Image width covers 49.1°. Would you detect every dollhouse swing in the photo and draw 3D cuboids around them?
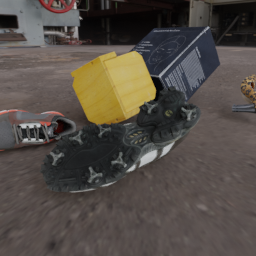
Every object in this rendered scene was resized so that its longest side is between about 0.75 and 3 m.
[{"bbox_3d":[-0.308,-0.998,6.951,1.379,1.517,1.334,-19,10,34],"label":"dollhouse swing"}]

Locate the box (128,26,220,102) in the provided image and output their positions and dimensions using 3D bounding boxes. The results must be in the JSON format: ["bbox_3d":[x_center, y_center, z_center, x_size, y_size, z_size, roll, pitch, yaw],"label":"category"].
[{"bbox_3d":[1.169,-1.954,8.903,2.319,1.462,2.359,-47,38,-17],"label":"box"}]

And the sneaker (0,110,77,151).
[{"bbox_3d":[-1.899,0.008,5.616,0.828,0.779,2.022,8,17,40],"label":"sneaker"}]

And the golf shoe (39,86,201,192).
[{"bbox_3d":[-0.040,0.373,4.272,2.457,1.161,0.955,-23,64,-8],"label":"golf shoe"}]

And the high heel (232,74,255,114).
[{"bbox_3d":[3.458,-0.921,7.385,1.000,0.501,1.403,6,56,46],"label":"high heel"}]
